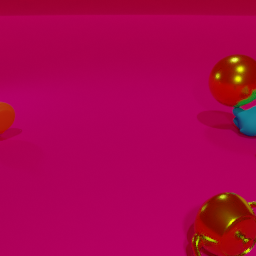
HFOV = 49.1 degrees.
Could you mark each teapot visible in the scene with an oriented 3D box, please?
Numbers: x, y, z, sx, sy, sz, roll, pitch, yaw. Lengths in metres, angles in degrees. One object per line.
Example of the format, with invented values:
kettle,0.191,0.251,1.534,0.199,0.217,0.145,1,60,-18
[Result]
teapot,1.264,1.302,3.565,1.360,0.846,0.666,-25,23,-14
teapot,-3.135,-0.260,6.708,0.601,1.228,0.763,29,40,28

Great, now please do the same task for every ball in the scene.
ball,2.684,-1.170,6.996,1.307,1.307,1.307,0,24,0

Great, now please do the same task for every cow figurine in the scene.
cow figurine,3.509,-0.151,6.807,1.524,0.837,1.500,-26,43,1
